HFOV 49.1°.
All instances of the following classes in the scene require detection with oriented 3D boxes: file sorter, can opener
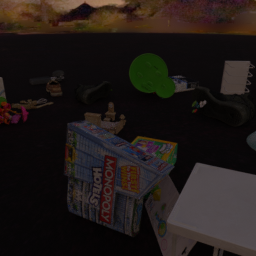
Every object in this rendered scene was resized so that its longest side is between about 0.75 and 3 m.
[{"bbox_3d":[4.655,-2.002,11.929,1.033,1.489,0.927,2,27,4],"label":"file sorter"},{"bbox_3d":[1.722,1.574,3.649,2.137,1.331,1.483,11,25,24],"label":"file sorter"},{"bbox_3d":[-4.181,-2.643,14.503,1.784,0.597,0.476,-14,27,-29],"label":"can opener"}]

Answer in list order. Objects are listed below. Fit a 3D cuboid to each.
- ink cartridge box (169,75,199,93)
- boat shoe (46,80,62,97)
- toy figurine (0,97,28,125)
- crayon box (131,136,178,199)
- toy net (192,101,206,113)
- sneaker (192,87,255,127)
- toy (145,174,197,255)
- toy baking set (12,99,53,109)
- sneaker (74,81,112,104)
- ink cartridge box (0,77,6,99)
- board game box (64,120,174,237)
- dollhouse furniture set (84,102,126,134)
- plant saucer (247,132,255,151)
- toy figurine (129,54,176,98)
[{"bbox_3d":[2.040,-2.198,13.683,2.002,0.438,2.021,-12,25,-25],"label":"ink cartridge box"},{"bbox_3d":[-3.368,-1.914,12.786,0.631,0.598,1.666,-12,26,-26],"label":"boat shoe"},{"bbox_3d":[-3.911,-0.439,9.342,1.042,0.850,1.133,13,47,7],"label":"toy figurine"},{"bbox_3d":[0.389,0.828,6.422,1.073,0.526,1.807,10,25,22],"label":"crayon box"},{"bbox_3d":[2.466,-0.786,9.861,0.163,0.441,0.842,32,-10,-7],"label":"toy net"},{"bbox_3d":[3.457,-0.863,9.963,1.402,0.936,2.447,-13,29,-31],"label":"sneaker"},{"bbox_3d":[0.752,1.468,4.572,0.341,0.833,1.446,17,23,-26],"label":"toy"},{"bbox_3d":[-3.826,-0.990,11.154,1.509,0.176,1.158,3,23,7],"label":"toy baking set"},{"bbox_3d":[-1.545,-1.611,11.905,1.095,0.731,1.911,21,36,28],"label":"sneaker"},{"bbox_3d":[-5.210,-1.240,10.397,0.901,1.224,0.885,8,24,19],"label":"ink cartridge box"},{"bbox_3d":[-0.209,0.898,4.601,1.761,1.762,0.544,12,13,27],"label":"board game box"},{"bbox_3d":[-0.619,-0.311,8.879,0.835,0.713,1.610,8,24,18],"label":"dollhouse furniture set"},{"bbox_3d":[4.390,0.333,7.806,1.981,0.381,1.981,0,22,0],"label":"plant saucer"},{"bbox_3d":[0.973,-2.104,12.311,2.116,1.589,1.948,38,0,-5],"label":"toy figurine"}]
